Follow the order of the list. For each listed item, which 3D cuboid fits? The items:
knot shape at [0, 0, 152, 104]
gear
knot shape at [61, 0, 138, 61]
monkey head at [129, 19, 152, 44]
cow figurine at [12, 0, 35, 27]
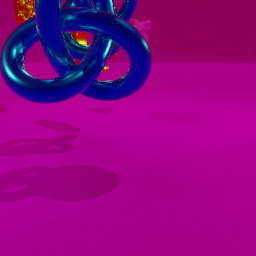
[{"bbox_3d":[-0.624,-1.213,3.555,1.898,1.776,0.877,1,12,-18],"label":"knot shape"},{"bbox_3d":[-0.915,-2.221,7.019,0.326,1.763,1.763,-9,17,-41],"label":"gear"},{"bbox_3d":[-0.503,-2.225,5.226,0.874,1.891,1.769,6,21,43],"label":"knot shape"},{"bbox_3d":[0.392,-3.048,9.279,1.176,0.985,1.635,-22,-14,-20],"label":"monkey head"},{"bbox_3d":[-3.381,-3.866,9.300,0.921,1.678,1.651,0,-11,-20],"label":"cow figurine"}]
